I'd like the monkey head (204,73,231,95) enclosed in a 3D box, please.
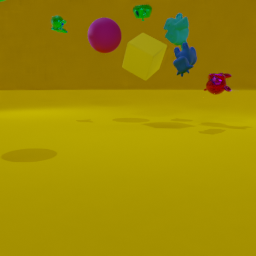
[{"bbox_3d":[3.028,-1.468,9.269,0.848,0.710,1.179,-10,12,-24],"label":"monkey head"}]

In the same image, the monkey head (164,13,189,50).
[{"bbox_3d":[1.935,-3.608,10.285,0.943,1.565,1.126,-4,-7,-42],"label":"monkey head"}]

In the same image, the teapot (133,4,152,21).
[{"bbox_3d":[0.612,-4.913,11.951,0.830,0.654,1.336,-7,26,-5],"label":"teapot"}]

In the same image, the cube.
[{"bbox_3d":[0.582,-2.553,9.995,1.054,1.054,1.054,32,48,14],"label":"cube"}]

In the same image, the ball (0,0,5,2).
[{"bbox_3d":[-3.055,-3.396,6.327,1.004,1.004,1.004,0,9,0],"label":"ball"}]

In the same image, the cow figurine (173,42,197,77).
[{"bbox_3d":[1.792,-2.059,8.626,0.597,1.070,1.088,-23,-18,39],"label":"cow figurine"}]

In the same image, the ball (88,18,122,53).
[{"bbox_3d":[-0.965,-3.834,11.639,1.397,1.397,1.397,0,9,0],"label":"ball"}]

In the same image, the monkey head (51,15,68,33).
[{"bbox_3d":[-2.798,-4.273,11.548,0.756,0.634,1.051,4,22,-45],"label":"monkey head"}]
